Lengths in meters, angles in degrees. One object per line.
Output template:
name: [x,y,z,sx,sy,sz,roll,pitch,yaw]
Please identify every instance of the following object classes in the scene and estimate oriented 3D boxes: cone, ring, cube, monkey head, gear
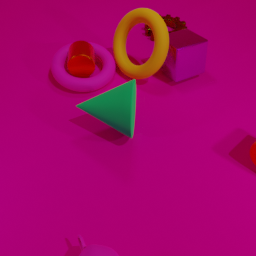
cone: [-0.575,-0.507,6.901,1.444,1.439,1.439,3,51,4]
ring: [0.331,-2.476,8.317,0.406,2.029,2.029,-11,45,-47]
cube: [1.632,-2.226,8.524,1.074,1.074,1.074,-21,43,-16]
ring: [-1.374,-1.932,8.679,1.976,0.395,1.976,3,57,-5]
monkey head: [-0.489,2.396,4.582,1.303,0.937,0.785,30,46,17]
gear: [1.384,-3.664,10.319,1.532,0.283,1.532,0,51,0]

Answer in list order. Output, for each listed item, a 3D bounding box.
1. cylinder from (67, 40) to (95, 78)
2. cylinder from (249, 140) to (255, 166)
cylinder: [-1.397,-2.073,8.428,0.810,0.810,0.810,-5,48,-4]
cylinder: [3.438,0.457,6.458,0.918,0.918,0.918,35,49,25]
